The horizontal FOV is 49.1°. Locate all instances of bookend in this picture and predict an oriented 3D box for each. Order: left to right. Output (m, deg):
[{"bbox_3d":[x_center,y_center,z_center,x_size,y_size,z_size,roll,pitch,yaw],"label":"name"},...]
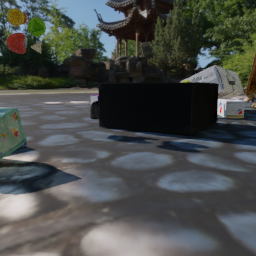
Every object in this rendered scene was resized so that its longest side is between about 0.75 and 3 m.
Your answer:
[{"bbox_3d":[1.073,-0.766,8.931,2.933,1.351,2.914,5,10,29],"label":"bookend"}]

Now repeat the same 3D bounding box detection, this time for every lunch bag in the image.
[{"bbox_3d":[-2.594,0.199,4.644,1.152,0.825,1.352,4,29,19],"label":"lunch bag"}]

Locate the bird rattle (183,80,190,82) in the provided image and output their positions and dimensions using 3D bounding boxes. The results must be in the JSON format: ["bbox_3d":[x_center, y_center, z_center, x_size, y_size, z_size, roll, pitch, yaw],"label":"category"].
[{"bbox_3d":[1.369,-1.191,11.460,2.570,1.448,2.096,1,12,18],"label":"bird rattle"}]

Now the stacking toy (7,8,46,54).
[{"bbox_3d":[-3.287,-3.098,9.170,1.209,1.336,0.564,11,16,-8],"label":"stacking toy"}]

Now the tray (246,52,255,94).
[{"bbox_3d":[2.704,-1.089,5.209,0.749,0.281,1.518,16,-19,21],"label":"tray"}]

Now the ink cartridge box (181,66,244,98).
[{"bbox_3d":[3.952,-1.871,13.358,2.102,1.224,2.886,-24,-14,37],"label":"ink cartridge box"}]

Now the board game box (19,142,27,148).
[{"bbox_3d":[-2.990,0.281,6.060,1.369,0.237,0.928,7,12,38],"label":"board game box"}]

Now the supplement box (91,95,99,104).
[{"bbox_3d":[-1.024,-1.235,13.603,1.430,0.724,0.739,-6,10,-37],"label":"supplement box"}]

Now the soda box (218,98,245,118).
[{"bbox_3d":[4.086,-0.853,11.521,0.715,0.668,2.100,0,9,4],"label":"soda box"}]

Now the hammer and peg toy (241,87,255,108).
[{"bbox_3d":[6.222,-1.444,13.860,1.291,0.455,0.950,40,6,-26],"label":"hammer and peg toy"}]

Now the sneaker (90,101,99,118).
[{"bbox_3d":[-1.180,-0.757,11.061,0.536,0.641,1.413,-2,8,2],"label":"sneaker"}]
